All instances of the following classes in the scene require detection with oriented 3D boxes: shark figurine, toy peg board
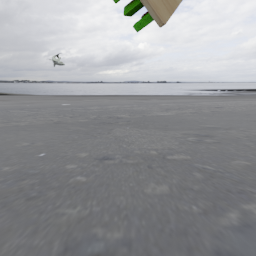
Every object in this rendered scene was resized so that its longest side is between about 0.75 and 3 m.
[{"bbox_3d":[-2.711,-2.495,10.476,0.567,0.396,0.949,-1,37,-22],"label":"shark figurine"},{"bbox_3d":[0.347,-3.470,6.961,0.890,1.819,1.812,-20,29,43],"label":"toy peg board"}]
